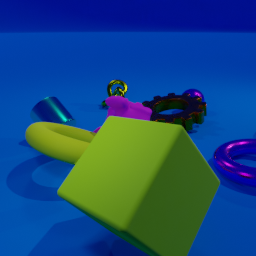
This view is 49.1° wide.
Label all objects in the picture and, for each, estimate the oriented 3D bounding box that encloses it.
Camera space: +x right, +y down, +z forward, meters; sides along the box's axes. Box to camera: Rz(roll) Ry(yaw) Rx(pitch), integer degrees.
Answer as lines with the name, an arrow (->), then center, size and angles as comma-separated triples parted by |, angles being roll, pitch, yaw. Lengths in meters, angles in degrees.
gear -> 1.260, -0.476, 8.178 | 1.968, 0.364, 1.968 | -9, 28, 5
ball -> 2.113, -0.893, 9.238 | 0.807, 0.807, 0.807 | 0, 21, 0
cylinder -> -1.839, -0.212, 6.918 | 0.822, 0.822, 0.822 | 48, 39, 14
ring -> -0.937, 0.329, 5.515 | 2.092, 0.418, 2.092 | 16, 4, -1
monkey head -> -0.103, -0.112, 6.427 | 1.819, 1.096, 1.309 | 4, -11, 24
ring -> 2.628, 0.658, 5.612 | 1.805, 0.361, 1.805 | -4, 19, 1
knot shape -> -0.421, -1.223, 9.834 | 1.159, 1.085, 0.536 | -6, -29, 45
cube -> 0.162, 0.718, 3.388 | 1.200, 1.200, 1.200 | 10, 60, 47
